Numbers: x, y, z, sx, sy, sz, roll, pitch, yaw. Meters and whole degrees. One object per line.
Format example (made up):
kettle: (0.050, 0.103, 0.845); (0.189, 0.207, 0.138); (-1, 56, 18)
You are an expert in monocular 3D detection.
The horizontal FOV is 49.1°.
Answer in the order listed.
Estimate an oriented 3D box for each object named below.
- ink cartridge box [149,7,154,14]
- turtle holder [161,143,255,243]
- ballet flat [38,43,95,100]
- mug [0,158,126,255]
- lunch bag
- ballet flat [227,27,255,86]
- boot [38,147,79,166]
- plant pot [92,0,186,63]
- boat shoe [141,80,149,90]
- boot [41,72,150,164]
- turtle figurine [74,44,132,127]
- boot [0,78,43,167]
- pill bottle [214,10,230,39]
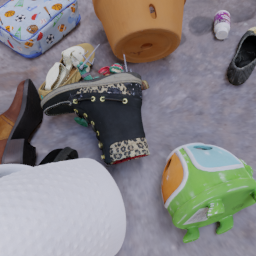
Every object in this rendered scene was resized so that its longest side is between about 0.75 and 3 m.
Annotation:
ink cartridge box: (0.427, -4.336, 9.592); (1.086, 0.519, 1.237); (-7, 61, -3)
turtle holder: (1.786, 1.112, 5.805); (2.326, 1.767, 1.652); (-20, 54, -7)
ballet flat: (-1.670, -1.684, 7.879); (0.887, 0.814, 2.584); (10, 60, 20)
mug: (-1.623, 1.364, 4.505); (2.168, 1.826, 2.473); (-6, 33, -44)
lunch bag: (-2.916, -3.554, 8.905); (2.102, 0.991, 2.623); (34, 67, 20)
ballet flat: (3.604, -2.231, 8.307); (0.795, 0.679, 2.392); (24, 63, 13)
boot: (-2.722, 1.306, 6.031); (2.285, 1.150, 3.056); (26, 64, 14)
plant pot: (0.417, -3.106, 7.854); (2.731, 2.731, 1.912); (-7, 77, -4)
boat shoe: (0.318, -1.145, 7.609); (0.271, 0.801, 0.288); (-28, 104, -9)
boot: (-0.795, -0.083, 6.551); (2.606, 0.941, 1.968); (-13, 79, 15)
turtle figurine: (-0.525, -1.047, 7.401); (1.684, 1.132, 2.249); (10, 75, 20)
boot: (-3.762, 0.058, 7.096); (2.964, 1.015, 2.790); (-6, 67, 6)
pill bottle: (3.030, -3.309, 9.027); (0.505, 0.505, 0.899); (8, 61, 4)
